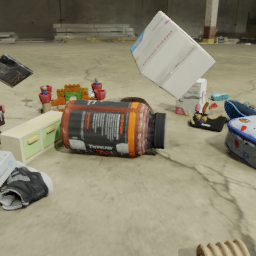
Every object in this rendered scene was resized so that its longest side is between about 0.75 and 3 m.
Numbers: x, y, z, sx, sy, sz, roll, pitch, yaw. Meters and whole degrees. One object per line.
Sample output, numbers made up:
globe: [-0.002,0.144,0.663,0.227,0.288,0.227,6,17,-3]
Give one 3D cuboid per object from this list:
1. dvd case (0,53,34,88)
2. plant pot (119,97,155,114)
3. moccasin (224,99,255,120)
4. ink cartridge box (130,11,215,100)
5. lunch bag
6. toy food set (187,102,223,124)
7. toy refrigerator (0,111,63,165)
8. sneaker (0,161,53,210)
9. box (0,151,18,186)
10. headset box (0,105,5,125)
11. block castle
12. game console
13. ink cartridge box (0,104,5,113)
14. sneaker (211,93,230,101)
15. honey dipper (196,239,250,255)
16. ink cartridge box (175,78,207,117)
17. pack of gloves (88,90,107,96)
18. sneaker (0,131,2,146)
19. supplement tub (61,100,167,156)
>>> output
dvd case: [-3.844,-1.807,9.028,1.376,0.110,1.023,-18,-38,38]
plant pot: [0.195,-0.680,11.014,1.950,0.900,1.950,0,20,0]
moccasin: [4.514,-0.462,10.693,0.735,0.868,2.156,-18,38,-9]
ink cartridge box: [1.395,-2.380,9.322,1.701,1.746,2.717,31,25,-26]
lunch bag: [4.449,0.340,8.322,2.680,1.013,2.148,-10,25,-21]
toy food set: [2.046,-0.443,7.396,0.889,0.565,0.140,-21,-4,-10]
toy refrigerator: [-2.749,0.233,8.718,0.807,0.876,2.308,9,23,21]
sneaker: [-2.649,1.274,6.359,1.736,0.655,0.988,12,23,24]
box: [-3.868,1.135,6.181,2.207,0.454,1.720,3,40,20]
headset box: [-5.919,-0.322,10.226,1.560,0.787,2.099,13,25,30]
block castle: [-2.448,-1.465,12.404,2.825,1.325,1.888,-4,22,-12]
game console: [3.143,-0.171,10.777,1.214,0.706,1.068,12,55,30]
ink cartridge box: [-5.819,-0.749,11.880,0.655,0.370,0.892,12,24,25]
sneaker: [4.605,-1.625,14.132,0.913,0.363,0.596,-5,24,-16]
honey dipper: [0.368,2.208,4.294,2.976,0.565,0.565,-6,22,-6]
ink cartridge box: [2.621,-1.307,11.730,1.106,1.518,0.644,14,26,32]
pack of gloves: [-1.760,-2.009,15.308,0.908,0.213,1.081,16,27,37]
sneaker: [-4.285,0.686,8.112,0.794,0.683,1.875,-20,20,5]
supplement tub: [-0.356,-0.001,8.340,2.985,1.596,1.596,4,22,10]
